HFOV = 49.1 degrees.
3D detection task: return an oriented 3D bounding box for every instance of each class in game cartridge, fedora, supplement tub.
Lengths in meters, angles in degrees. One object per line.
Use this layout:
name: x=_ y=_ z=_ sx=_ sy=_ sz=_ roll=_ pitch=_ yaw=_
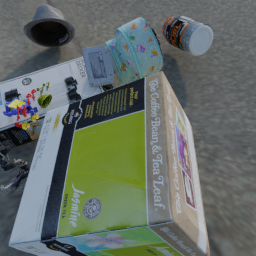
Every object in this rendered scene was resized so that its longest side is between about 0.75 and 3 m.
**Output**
game cartridge: x=-0.705 y=-1.504 z=6.816 sx=0.658 sy=0.202 sz=0.989 roll=-11 pitch=81 yaw=-8
fedora: x=-2.471 y=-3.267 z=8.817 sx=1.530 sy=1.730 sz=0.781 roll=-11 pitch=78 yaw=7
supplement tub: x=1.798 y=-2.924 z=8.736 sx=0.953 sy=0.953 sz=1.556 roll=-23 pitch=39 yaw=-17

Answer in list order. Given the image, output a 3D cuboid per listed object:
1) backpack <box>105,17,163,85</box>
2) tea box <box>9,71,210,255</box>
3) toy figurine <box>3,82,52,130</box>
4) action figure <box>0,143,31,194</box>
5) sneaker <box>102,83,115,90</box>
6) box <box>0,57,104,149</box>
backpack: x=0.161 y=-1.968 z=7.512 sx=1.400 sy=1.826 sz=1.605 roll=-24 pitch=92 yaw=-12
tea box: x=-0.197 y=0.836 z=5.007 sx=2.628 sy=1.785 sz=2.671 roll=-16 pitch=48 yaw=23
toy figurine: x=-2.295 y=-0.567 z=6.057 sx=0.757 sy=0.667 sz=1.264 roll=12 pitch=38 yaw=14
action figure: x=-2.302 y=0.991 z=5.868 sx=1.489 sy=0.885 sz=0.760 roll=37 pitch=75 yaw=0
sneaker: x=-0.652 y=-1.255 z=8.183 sx=0.388 sy=0.285 sz=0.857 roll=-31 pitch=63 yaw=-11
box: x=-2.030 y=-0.710 z=7.205 sx=2.740 sy=0.824 sz=1.598 roll=-19 pitch=57 yaw=-8
